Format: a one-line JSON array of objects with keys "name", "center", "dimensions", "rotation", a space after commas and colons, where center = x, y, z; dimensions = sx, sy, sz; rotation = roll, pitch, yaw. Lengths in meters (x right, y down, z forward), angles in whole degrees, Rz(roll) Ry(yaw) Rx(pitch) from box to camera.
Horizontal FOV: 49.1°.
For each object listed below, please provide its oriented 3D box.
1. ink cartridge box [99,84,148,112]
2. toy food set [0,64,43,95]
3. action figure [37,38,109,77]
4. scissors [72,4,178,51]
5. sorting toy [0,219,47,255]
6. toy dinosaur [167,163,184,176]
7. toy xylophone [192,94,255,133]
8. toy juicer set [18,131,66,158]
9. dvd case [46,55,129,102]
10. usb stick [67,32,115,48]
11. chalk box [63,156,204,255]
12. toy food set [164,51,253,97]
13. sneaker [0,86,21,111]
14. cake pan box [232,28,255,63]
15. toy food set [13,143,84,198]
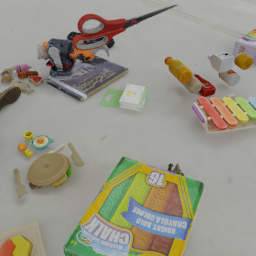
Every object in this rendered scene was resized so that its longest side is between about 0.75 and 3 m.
[{"name": "ink cartridge box", "center": [-0.147, -1.145, 10.045], "dimensions": [1.572, 0.377, 1.144], "rotation": [12, 43, 10]}, {"name": "toy food set", "center": [-4.225, -2.081, 11.100], "dimensions": [2.176, 0.343, 1.383], "rotation": [23, 46, 24]}, {"name": "action figure", "center": [-2.218, -3.201, 11.234], "dimensions": [2.841, 1.536, 2.937], "rotation": [-6, 31, -3]}, {"name": "scissors", "center": [-0.054, -2.704, 7.444], "dimensions": [2.981, 1.091, 0.208], "rotation": [-19, 63, -23]}, {"name": "sorting toy", "center": [-2.537, 2.929, 5.391], "dimensions": [1.980, 0.390, 2.139], "rotation": [-17, 44, -19]}, {"name": "toy dinosaur", "center": [0.978, 1.368, 7.004], "dimensions": [1.442, 0.738, 0.555], "rotation": [-37, 51, -25]}, {"name": "toy xylophone", "center": [3.281, -0.614, 9.203], "dimensions": [2.607, 0.655, 1.909], "rotation": [-14, 43, -15]}, {"name": "toy juicer set", "center": [-2.611, 0.513, 8.154], "dimensions": [1.321, 0.360, 0.841], "rotation": [14, 43, 14]}, {"name": "dvd case", "center": [-1.587, -2.102, 11.223], "dimensions": [2.015, 0.216, 2.711], "rotation": [29, 49, 28]}, {"name": "usb stick", "center": [-1.806, -4.269, 13.559], "dimensions": [2.376, 0.387, 0.659], "rotation": [15, 50, 16]}, {"name": "chalk box", "center": [0.067, 2.263, 5.096], "dimensions": [1.779, 1.770, 2.859], "rotation": [16, 43, 18]}, {"name": "toy food set", "center": [2.896, -2.156, 10.339], "dimensions": [2.991, 1.428, 1.346], "rotation": [-18, 44, -13]}, {"name": "sneaker", "center": [-4.469, -1.001, 9.701], "dimensions": [0.627, 0.585, 1.661], "rotation": [16, 43, 20]}, {"name": "cake pan box", "center": [6.597, -3.552, 12.491], "dimensions": [2.865, 0.749, 2.638], "rotation": [33, 53, 32]}, {"name": "toy food set", "center": [-2.104, 1.159, 7.498], "dimensions": [1.779, 0.357, 1.228], "rotation": [-26, 41, -15]}]
